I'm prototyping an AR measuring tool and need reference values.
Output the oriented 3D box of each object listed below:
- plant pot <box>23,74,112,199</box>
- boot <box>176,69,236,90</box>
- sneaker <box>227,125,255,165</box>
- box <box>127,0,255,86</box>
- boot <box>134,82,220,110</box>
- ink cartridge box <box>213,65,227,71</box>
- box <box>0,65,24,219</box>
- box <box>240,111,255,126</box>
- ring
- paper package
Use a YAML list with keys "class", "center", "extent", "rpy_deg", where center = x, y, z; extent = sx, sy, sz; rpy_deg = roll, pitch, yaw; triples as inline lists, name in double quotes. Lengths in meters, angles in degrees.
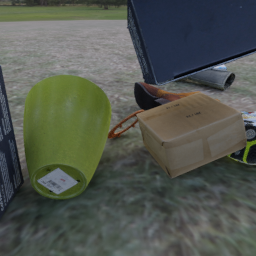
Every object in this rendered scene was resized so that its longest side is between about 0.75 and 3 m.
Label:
- class: "plant pot"
  center: [-1.137, 0.270, 5.076]
  extent: [1.756, 1.756, 1.877]
  rpy_deg: [-2, 40, -4]
- class: "boot"
  center: [3.121, -2.240, 11.170]
  extent: [2.264, 0.821, 2.058]
  rpy_deg: [10, 40, 35]
- class: "sneaker"
  center: [2.848, 0.490, 5.538]
  extent: [2.211, 0.834, 0.845]
  rpy_deg: [10, -20, 47]
- class: "box"
  center: [1.072, -1.668, 4.840]
  extent: [1.932, 1.362, 2.611]
  rpy_deg: [-19, 8, 2]
- class: "boot"
  center: [1.446, -1.034, 8.695]
  extent: [2.126, 0.728, 2.002]
  rpy_deg: [-13, 28, -28]
- class: "ink cartridge box"
  center: [3.866, -2.588, 12.372]
  extent: [0.719, 0.424, 1.249]
  rpy_deg: [4, 25, 8]
- class: "box"
  center: [-2.465, 0.431, 3.748]
  extent: [1.147, 2.203, 2.006]
  rpy_deg: [0, 25, 1]
- class: "box"
  center: [3.557, -0.010, 6.883]
  extent: [1.854, 0.370, 1.269]
  rpy_deg: [1, 25, 3]
- class: "ring"
  center: [-0.022, -0.056, 6.486]
  extent: [1.060, 1.060, 0.102]
  rpy_deg: [-25, 73, -42]
- class: "paper package"
  center: [1.227, 0.050, 5.783]
  extent: [1.657, 0.857, 1.580]
  rpy_deg: [-21, 28, -10]
